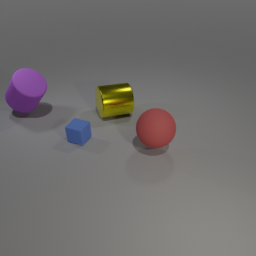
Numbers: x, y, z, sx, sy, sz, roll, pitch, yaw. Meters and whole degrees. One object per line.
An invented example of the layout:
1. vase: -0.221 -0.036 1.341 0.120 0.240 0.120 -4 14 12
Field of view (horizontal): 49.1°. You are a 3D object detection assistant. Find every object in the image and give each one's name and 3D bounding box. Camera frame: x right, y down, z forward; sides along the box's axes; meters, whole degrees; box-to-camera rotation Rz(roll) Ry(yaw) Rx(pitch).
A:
1. cylinder: -4.335 -1.566 11.893 1.400 1.400 1.400 18 56 -28
2. cube: -1.894 0.136 10.749 0.700 0.700 0.700 13 38 19
3. cylinder: -0.603 -1.220 12.278 1.400 1.400 1.400 -9 33 -17
4. ball: 0.974 0.009 9.775 1.400 1.400 1.400 0 32 0
